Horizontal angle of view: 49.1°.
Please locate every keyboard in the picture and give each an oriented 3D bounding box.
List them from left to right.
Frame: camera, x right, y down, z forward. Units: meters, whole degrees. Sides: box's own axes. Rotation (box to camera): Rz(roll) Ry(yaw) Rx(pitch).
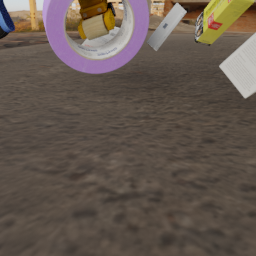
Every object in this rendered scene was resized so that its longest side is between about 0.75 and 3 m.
[{"bbox_3d":[1.302,-3.397,9.438,0.464,1.648,0.088,37,5,-11],"label":"keyboard"}]

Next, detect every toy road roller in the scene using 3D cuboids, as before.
[{"bbox_3d":[-0.968,-3.285,7.772,0.938,1.114,1.526,-14,45,14],"label":"toy road roller"}]

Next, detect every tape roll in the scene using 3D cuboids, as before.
[{"bbox_3d":[-0.858,-2.918,7.618,2.765,2.765,0.907,-7,40,-16],"label":"tape roll"}]

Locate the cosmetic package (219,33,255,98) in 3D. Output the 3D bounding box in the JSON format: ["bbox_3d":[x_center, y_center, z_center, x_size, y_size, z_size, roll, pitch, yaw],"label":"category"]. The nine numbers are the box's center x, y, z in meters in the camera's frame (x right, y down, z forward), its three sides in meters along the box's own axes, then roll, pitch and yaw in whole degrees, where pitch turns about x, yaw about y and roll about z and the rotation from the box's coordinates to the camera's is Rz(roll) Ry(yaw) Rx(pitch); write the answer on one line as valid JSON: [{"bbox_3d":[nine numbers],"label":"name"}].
[{"bbox_3d":[3.177,-1.693,6.143,0.726,2.038,1.033,-25,76,-43],"label":"cosmetic package"}]

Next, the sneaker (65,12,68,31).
[{"bbox_3d":[-2.201,-3.700,9.469,0.495,1.359,0.575,33,57,17],"label":"sneaker"}]

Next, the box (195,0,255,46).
[{"bbox_3d":[3.320,-4.117,9.987,0.721,1.082,2.875,8,-12,-11],"label":"box"}]

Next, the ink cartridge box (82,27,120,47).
[{"bbox_3d":[-0.925,-3.183,10.829,1.207,0.703,1.657,23,60,18],"label":"ink cartridge box"}]

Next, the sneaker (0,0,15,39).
[{"bbox_3d":[-3.840,-3.388,7.688,0.802,2.058,0.722,-24,-10,11],"label":"sneaker"}]
